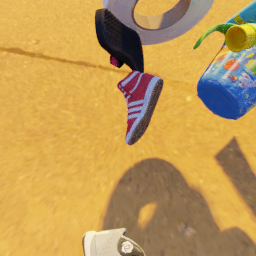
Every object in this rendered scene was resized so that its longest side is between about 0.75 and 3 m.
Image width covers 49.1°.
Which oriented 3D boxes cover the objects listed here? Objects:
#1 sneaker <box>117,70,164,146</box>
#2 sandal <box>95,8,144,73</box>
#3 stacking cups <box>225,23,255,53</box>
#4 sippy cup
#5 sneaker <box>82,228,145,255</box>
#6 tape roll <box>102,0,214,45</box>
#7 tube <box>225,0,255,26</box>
[{"bbox_3d":[0.082,-0.436,5.642,0.821,0.520,1.459,28,103,25],"label":"sneaker"},{"bbox_3d":[-0.203,-1.727,5.932,0.568,2.522,0.947,-7,83,22],"label":"sandal"},{"bbox_3d":[2.112,-1.528,4.474,1.309,0.396,0.396,-23,58,-30],"label":"stacking cups"},{"bbox_3d":[2.245,-1.014,5.667,2.034,1.598,1.491,36,74,31],"label":"sippy cup"},{"bbox_3d":[-0.043,1.872,3.292,0.818,0.532,1.417,-10,63,-9],"label":"sneaker"},{"bbox_3d":[0.699,-2.878,6.360,2.577,2.577,0.471,-10,70,-7],"label":"tape roll"},{"bbox_3d":[3.299,-2.975,6.952,0.832,2.148,0.541,10,70,-28],"label":"tube"}]
